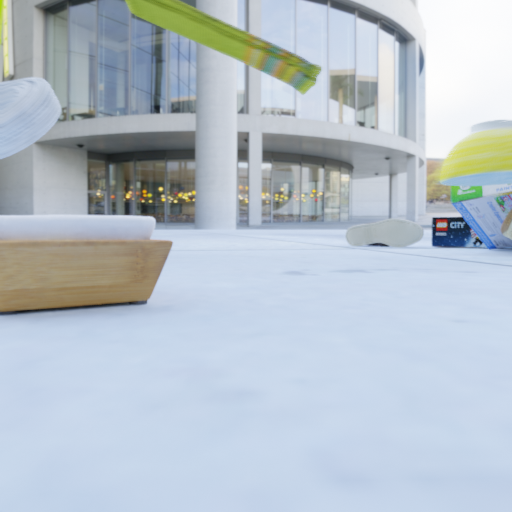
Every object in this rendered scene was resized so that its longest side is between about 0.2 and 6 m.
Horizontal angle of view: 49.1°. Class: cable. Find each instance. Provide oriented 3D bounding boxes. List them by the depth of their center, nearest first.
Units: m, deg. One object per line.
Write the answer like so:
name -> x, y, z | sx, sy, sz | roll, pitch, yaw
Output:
cable -> -3.720, -1.971, 8.163 | 1.721, 0.596, 1.722 | -11, 41, 15

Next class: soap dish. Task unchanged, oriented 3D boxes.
soap dish -> -1.285, 0.013, 3.558 | 1.060, 0.547, 1.347 | -2, 3, -33

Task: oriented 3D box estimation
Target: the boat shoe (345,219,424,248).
boat shoe -> 2.781, -0.477, 11.959 | 1.718, 0.617, 0.511 | -5, 3, 36

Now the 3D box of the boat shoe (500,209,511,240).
boat shoe -> 4.371, -0.295, 8.042 | 2.338, 0.833, 0.754 | 0, 31, -41

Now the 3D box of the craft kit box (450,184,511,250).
craft kit box -> 4.678, -0.841, 9.154 | 2.305, 0.566, 2.334 | -7, -22, 34

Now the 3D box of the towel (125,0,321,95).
towel -> -0.567, -3.412, 8.972 | 3.267, 0.295, 1.406 | 23, 2, -5

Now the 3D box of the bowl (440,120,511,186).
bowl -> 3.019, -1.321, 7.138 | 1.320, 0.710, 1.320 | -2, 0, 0

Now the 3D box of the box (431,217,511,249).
box -> 5.679, -0.484, 11.408 | 3.463, 0.653, 2.365 | 2, 4, 38
